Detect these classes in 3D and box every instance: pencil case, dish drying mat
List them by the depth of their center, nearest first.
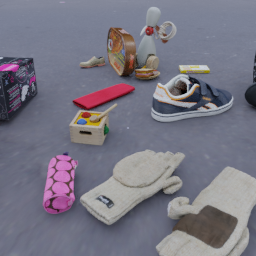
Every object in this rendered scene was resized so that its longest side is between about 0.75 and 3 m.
[{"bbox_3d":[-1.327,1.085,5.608,0.610,0.591,1.303,5,32,-12],"label":"pencil case"},{"bbox_3d":[-0.779,-1.105,9.576,2.148,0.195,0.825,-28,40,-36],"label":"dish drying mat"}]

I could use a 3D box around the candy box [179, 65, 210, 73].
[{"bbox_3d":[2.806,-2.500,11.897,1.205,0.159,0.616,0,34,1],"label":"candy box"}]

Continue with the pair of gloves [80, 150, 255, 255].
[{"bbox_3d":[0.862,1.336,5.259,2.819,0.494,2.397,19,39,32],"label":"pair of gloves"}]

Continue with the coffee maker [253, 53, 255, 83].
[{"bbox_3d":[5.742,-2.007,9.166,2.860,1.926,2.747,7,28,31],"label":"coffee maker"}]

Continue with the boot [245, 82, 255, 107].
[{"bbox_3d":[4.198,-0.213,7.498,2.444,0.973,2.965,13,39,26],"label":"boot"}]

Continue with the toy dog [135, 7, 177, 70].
[{"bbox_3d":[1.029,-3.595,11.910,1.699,2.577,1.241,43,28,16],"label":"toy dog"}]

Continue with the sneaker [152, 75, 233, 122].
[{"bbox_3d":[2.088,-1.009,8.530,2.868,1.139,1.125,-13,32,-23],"label":"sneaker"}]

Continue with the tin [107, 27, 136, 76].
[{"bbox_3d":[-0.315,-3.224,11.731,0.607,1.622,2.897,-1,31,-19],"label":"tin"}]

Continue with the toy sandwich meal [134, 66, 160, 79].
[{"bbox_3d":[0.739,-2.228,11.098,1.107,0.379,1.107,-5,26,2],"label":"toy sandwich meal"}]

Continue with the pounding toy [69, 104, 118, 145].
[{"bbox_3d":[-0.878,-0.139,7.420,1.060,0.754,0.976,5,32,8],"label":"pounding toy"}]

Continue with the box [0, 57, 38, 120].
[{"bbox_3d":[-3.988,-1.301,8.645,1.543,1.340,2.336,3,25,3],"label":"box"}]

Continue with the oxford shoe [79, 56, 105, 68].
[{"bbox_3d":[-1.586,-2.940,12.360,1.172,0.433,0.415,-15,34,-23],"label":"oxford shoe"}]
